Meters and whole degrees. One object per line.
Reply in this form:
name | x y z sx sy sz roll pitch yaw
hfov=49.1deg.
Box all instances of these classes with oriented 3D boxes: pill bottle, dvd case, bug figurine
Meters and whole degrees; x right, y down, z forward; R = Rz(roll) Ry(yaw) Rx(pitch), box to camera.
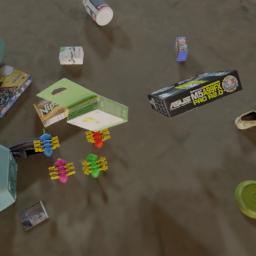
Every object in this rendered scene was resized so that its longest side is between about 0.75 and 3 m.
pill bottle | -1.613 -6.243 14.563 1.001 1.001 1.673 -30 66 -15
dvd case | -3.404 3.151 10.143 0.928 0.074 0.690 -28 65 -14
bug figurine | -2.066 0.936 10.852 2.874 0.739 2.228 -8 70 -15

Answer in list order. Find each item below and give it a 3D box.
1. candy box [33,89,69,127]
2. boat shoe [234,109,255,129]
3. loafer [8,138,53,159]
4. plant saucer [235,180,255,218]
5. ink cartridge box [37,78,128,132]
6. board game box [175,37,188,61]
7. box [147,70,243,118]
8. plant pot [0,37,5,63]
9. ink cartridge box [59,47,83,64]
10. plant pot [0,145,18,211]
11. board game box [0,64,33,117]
candy box | -3.014 -0.900 12.037 1.764 0.488 1.018 -28 66 -14
boat shoe | 5.429 -0.481 11.748 1.881 0.611 0.679 -15 63 -8
loafer | -3.921 0.888 11.013 1.954 0.702 0.615 -19 67 -13
plant saucer | 4.700 2.595 10.356 1.421 0.221 1.421 0 62 -1
ink cartridge box | -1.481 -0.627 9.080 2.488 1.811 0.597 20 65 -39
board game box | 2.549 -3.782 13.436 0.427 0.702 0.881 -3 61 -1
box | 2.052 -1.205 9.479 2.362 2.948 0.653 -21 100 -1
plant pot | -6.819 -2.993 12.063 2.689 2.689 1.811 -2 73 -1
ink cartridge box | -2.705 -3.476 13.423 1.050 0.443 0.767 -2 62 -1
plant pot | -5.274 1.746 9.599 2.600 2.545 2.552 -4 62 -12
board game box | -5.612 -1.718 12.522 1.545 0.395 2.281 25 65 13
